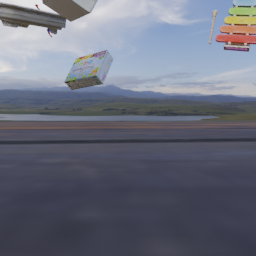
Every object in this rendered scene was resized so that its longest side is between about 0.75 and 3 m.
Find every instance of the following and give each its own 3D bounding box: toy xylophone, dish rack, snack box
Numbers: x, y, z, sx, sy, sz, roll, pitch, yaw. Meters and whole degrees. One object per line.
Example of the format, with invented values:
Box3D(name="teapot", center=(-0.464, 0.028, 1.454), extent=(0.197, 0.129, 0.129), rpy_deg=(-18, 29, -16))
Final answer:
Box3D(name="toy xylophone", center=(3.672, -3.551, 9.636), extent=(1.678, 2.292, 0.576), rpy_deg=(2, -16, 18))
Box3D(name="dish rack", center=(-2.773, -2.771, 7.013), extent=(2.246, 0.489, 1.928), rpy_deg=(22, 22, 34))
Box3D(name="snack box", center=(-1.395, -2.062, 10.044), extent=(1.501, 1.266, 0.508), rpy_deg=(-4, -37, 34))

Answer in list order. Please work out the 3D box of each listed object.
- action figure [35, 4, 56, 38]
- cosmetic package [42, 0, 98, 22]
Box3D(name="action figure", center=(-2.731, -3.511, 9.400), extent=(0.379, 0.575, 1.163), rpy_deg=(-39, -35, 2))
Box3D(name="cosmetic package", center=(-0.509, -2.766, 4.220), extent=(0.735, 2.146, 2.846), rpy_deg=(27, 9, -22))
